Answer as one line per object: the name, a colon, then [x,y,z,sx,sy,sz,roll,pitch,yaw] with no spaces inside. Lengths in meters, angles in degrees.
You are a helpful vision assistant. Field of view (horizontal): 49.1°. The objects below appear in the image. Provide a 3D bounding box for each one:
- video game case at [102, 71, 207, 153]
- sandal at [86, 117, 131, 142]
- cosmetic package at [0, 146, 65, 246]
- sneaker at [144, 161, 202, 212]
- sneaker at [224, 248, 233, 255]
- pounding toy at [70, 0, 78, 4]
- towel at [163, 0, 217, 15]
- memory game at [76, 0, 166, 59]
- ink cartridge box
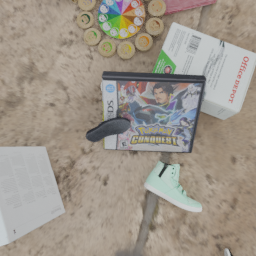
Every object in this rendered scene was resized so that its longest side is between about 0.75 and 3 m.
video game case: [0.620,-0.356,7.781,2.658,0.339,2.402,3,124,1]
sandal: [-0.584,-0.020,7.651,1.488,0.566,0.319,-19,46,32]
cosmetic package: [-2.707,1.539,7.055,0.706,2.732,2.060,-23,82,9]
sneaker: [1.474,1.640,8.078,1.791,0.659,1.056,27,89,6]
sneaker: [3.083,3.806,8.019,0.465,0.304,0.831,-15,90,-6]
pounding toy: [-2.281,-4.624,8.838,1.564,0.897,0.894,31,79,4]
towel: [1.750,-5.049,9.220,1.802,0.285,2.502,-12,81,1]
memory game: [-0.222,-3.602,8.904,2.899,0.185,2.899,0,87,4]
ink cartridge box: [2.136,-1.622,8.295,2.637,1.095,1.933,23,80,3]
